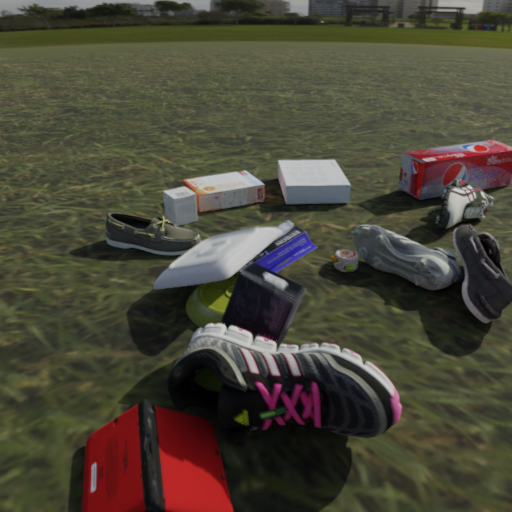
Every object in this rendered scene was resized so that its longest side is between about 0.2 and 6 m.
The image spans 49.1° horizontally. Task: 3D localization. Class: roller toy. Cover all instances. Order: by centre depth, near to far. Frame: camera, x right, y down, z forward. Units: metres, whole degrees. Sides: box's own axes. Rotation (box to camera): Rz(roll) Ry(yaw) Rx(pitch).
[{"bbox_3d":[1.763,0.076,10.988,0.498,0.348,0.454,19,32,32],"label":"roller toy"}]

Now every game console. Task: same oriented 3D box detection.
[{"bbox_3d":[-1.170,2.518,6.403,1.348,0.928,1.564,-33,29,3],"label":"game console"}]

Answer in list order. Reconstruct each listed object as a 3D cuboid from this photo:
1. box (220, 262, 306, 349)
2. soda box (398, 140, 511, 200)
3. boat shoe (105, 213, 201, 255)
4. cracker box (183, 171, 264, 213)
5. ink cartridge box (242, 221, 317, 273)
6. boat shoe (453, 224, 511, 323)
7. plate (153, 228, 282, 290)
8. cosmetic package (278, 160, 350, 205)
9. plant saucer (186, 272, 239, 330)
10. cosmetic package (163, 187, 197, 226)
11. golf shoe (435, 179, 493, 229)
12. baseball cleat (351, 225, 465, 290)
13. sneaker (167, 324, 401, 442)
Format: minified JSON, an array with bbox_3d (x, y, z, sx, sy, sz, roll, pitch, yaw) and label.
[{"bbox_3d":[0.102,0.745,8.366,0.950,0.934,0.589,27,21,11],"label":"box"},{"bbox_3d":[5.342,-2.297,14.842,3.081,1.078,0.977,-11,29,-20],"label":"soda box"},{"bbox_3d":[-2.177,-0.492,11.774,2.149,0.642,0.768,7,28,13],"label":"boat shoe"},{"bbox_3d":[-0.827,-1.647,14.196,1.779,0.513,1.191,-12,29,-21],"label":"cracker box"},{"bbox_3d":[0.321,-0.095,10.180,1.258,0.275,1.270,-32,24,-6],"label":"ink cartridge box"},{"bbox_3d":[4.152,0.136,10.022,0.928,0.791,2.776,42,32,-13],"label":"boat shoe"},{"bbox_3d":[-0.721,-0.028,9.981,1.850,0.299,1.846,-10,21,38],"label":"plate"},{"bbox_3d":[1.472,-1.985,14.813,1.626,0.557,2.156,-3,27,-2],"label":"cosmetic package"},{"bbox_3d":[-0.278,0.736,9.757,1.897,0.295,1.897,-1,27,0],"label":"plant saucer"},{"bbox_3d":[-1.757,-1.147,12.997,0.582,0.706,0.582,-16,31,-29],"label":"cosmetic package"},{"bbox_3d":[4.823,-1.185,12.953,1.008,0.884,2.289,22,34,24],"label":"golf shoe"},{"bbox_3d":[2.937,0.015,10.861,1.209,0.792,2.271,-8,33,-38],"label":"baseball cleat"},{"bbox_3d":[0.172,1.738,6.920,3.074,1.134,1.344,11,30,28],"label":"sneaker"}]
